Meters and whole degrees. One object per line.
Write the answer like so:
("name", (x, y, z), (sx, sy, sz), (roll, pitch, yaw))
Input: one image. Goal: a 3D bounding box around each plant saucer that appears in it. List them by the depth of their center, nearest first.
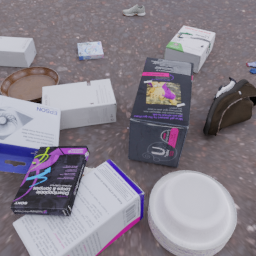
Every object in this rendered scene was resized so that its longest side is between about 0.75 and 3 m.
("plant saucer", (-3.559, -1.546, 10.303), (2.122, 0.365, 2.122), (-1, 44, 1))

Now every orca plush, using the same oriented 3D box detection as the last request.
("orca plush", (3.394, -1.341, 10.111), (0.432, 0.640, 1.216), (5, 61, 59))

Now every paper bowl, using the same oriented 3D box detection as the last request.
("paper bowl", (1.522, 1.913, 6.687), (2.054, 1.068, 2.054), (0, 46, 0))

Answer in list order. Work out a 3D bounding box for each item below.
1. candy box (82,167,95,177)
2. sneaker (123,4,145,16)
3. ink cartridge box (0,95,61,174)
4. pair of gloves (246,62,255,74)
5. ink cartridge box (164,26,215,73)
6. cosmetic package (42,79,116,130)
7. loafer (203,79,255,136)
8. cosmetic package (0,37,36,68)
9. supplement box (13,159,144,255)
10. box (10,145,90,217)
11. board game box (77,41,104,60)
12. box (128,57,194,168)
("candy box", (-1.265, 1.419, 7.641), (1.013, 0.309, 0.691), (6, 50, 5))
("sneaker", (0.306, -6.130, 14.482), (1.181, 0.543, 0.447), (0, 47, 0))
("ink cartridge box", (-2.821, 0.168, 7.330), (2.015, 0.410, 2.019), (12, 56, -26))
("pair of gloves", (5.234, -2.416, 11.350), (0.723, 0.102, 0.899), (0, 46, 3))
("ink cartridge box", (2.585, -3.331, 11.667), (1.495, 0.863, 2.046), (21, 51, 18))
("cosmetic package", (-1.610, -0.773, 9.248), (2.297, 0.932, 1.296), (-9, 49, -9))
("loafer", (3.491, -0.648, 9.029), (1.059, 1.084, 2.969), (33, 55, 27))
("cosmetic package", (-5.074, -3.162, 11.572), (2.184, 0.778, 1.108), (4, 47, 3))
("supplement box", (-0.995, 2.096, 6.336), (2.537, 1.284, 1.311), (-33, 54, -26))
("box", (-1.662, 1.109, 6.238), (1.252, 0.316, 1.752), (-2, 43, 11))
("board game box", (-1.628, -3.350, 12.119), (1.041, 0.227, 1.046), (-7, 48, -7))
("box", (1.032, -0.560, 8.454), (1.551, 1.788, 2.925), (10, 48, 7))
